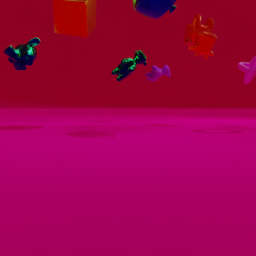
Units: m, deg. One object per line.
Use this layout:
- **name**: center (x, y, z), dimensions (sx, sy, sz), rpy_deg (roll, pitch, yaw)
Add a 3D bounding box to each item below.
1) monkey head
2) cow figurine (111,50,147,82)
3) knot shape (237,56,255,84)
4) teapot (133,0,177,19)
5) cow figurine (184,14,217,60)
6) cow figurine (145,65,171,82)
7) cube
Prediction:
- **monkey head**: center (-3.272, -2.272, 8.490), dimensions (1.313, 0.791, 0.944), rpy_deg (-29, -39, 20)
- **cow figurine**: center (0.103, -2.581, 11.529), dimensions (1.408, 0.773, 1.386), rpy_deg (-36, 3, 35)
- **knot shape**: center (4.003, -1.901, 8.722), dimensions (0.995, 0.491, 1.063), rpy_deg (-25, 34, 29)
- **teapot**: center (0.716, -3.093, 6.571), dimensions (0.953, 1.210, 1.947), rpy_deg (36, 3, -23)
- **cow figurine**: center (2.381, -2.969, 9.456), dimensions (0.889, 1.593, 1.619), rpy_deg (12, -7, -12)
- **cow figurine**: center (1.315, -2.299, 11.903), dimensions (0.923, 0.515, 0.939), rpy_deg (15, -49, -45)
- **cube**: center (-1.545, -3.369, 8.254), dimensions (0.993, 0.993, 0.993), rpy_deg (10, 38, 6)
